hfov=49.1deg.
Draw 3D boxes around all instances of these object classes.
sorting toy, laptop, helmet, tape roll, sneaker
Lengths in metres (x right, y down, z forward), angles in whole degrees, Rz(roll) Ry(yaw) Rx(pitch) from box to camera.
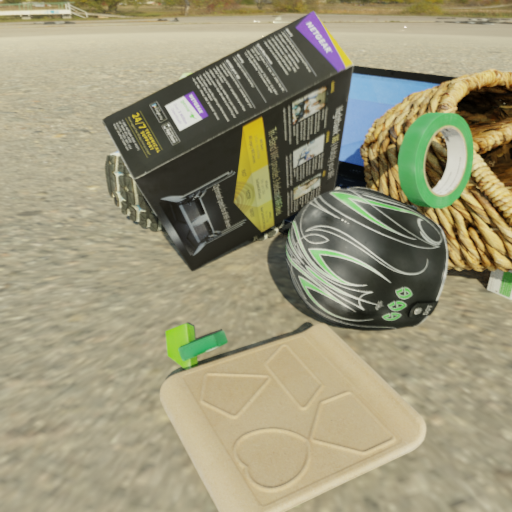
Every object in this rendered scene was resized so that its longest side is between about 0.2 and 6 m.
[{"bbox_3d":[0.088,1.381,5.849,2.033,0.405,2.750,-18,35,-22],"label":"sorting toy"},{"bbox_3d":[1.537,-2.079,10.575,3.511,2.046,3.962,22,39,37],"label":"laptop"},{"bbox_3d":[1.210,0.024,6.736,1.707,1.790,1.790,15,26,-8],"label":"helmet"},{"bbox_3d":[2.048,-1.077,6.351,1.068,1.068,0.257,-19,23,-33],"label":"tape roll"},{"bbox_3d":[-1.048,-1.199,9.941,3.328,1.304,1.497,14,34,4],"label":"sneaker"}]

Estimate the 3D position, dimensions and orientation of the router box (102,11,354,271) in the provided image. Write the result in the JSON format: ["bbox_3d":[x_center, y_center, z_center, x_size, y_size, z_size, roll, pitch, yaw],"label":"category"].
[{"bbox_3d":[-0.181,-1.171,7.119,2.531,3.219,0.841,-29,72,-6],"label":"router box"}]

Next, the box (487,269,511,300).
[{"bbox_3d":[3.597,0.296,7.948,0.454,0.452,0.389,-21,34,-35],"label":"box"}]

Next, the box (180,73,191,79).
[{"bbox_3d":[-1.498,-2.524,11.383,0.358,1.423,1.972,7,57,32],"label":"box"}]

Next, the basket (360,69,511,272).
[{"bbox_3d":[3.758,-1.455,8.252,3.705,2.644,2.760,-22,13,-36],"label":"basket"}]
